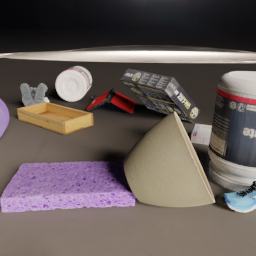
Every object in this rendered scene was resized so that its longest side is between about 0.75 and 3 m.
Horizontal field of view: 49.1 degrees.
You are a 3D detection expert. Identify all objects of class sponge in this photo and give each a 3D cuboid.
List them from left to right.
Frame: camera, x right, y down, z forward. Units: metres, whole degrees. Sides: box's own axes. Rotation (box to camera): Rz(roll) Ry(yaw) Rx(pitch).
[{"bbox_3d":[-1.100,1.129,5.723,2.471,0.369,1.379,-1,19,-4],"label":"sponge"}]

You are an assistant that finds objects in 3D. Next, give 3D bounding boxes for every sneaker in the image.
[{"bbox_3d":[2.302,1.201,5.226,1.211,0.545,0.475,-5,20,-13],"label":"sneaker"}]

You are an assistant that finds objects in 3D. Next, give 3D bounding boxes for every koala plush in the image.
[{"bbox_3d":[-3.974,-1.273,12.059,1.082,1.122,1.221,-1,-2,-8],"label":"koala plush"}]

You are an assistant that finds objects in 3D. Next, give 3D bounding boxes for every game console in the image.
[{"bbox_3d":[-0.699,-0.938,11.985,1.616,1.113,1.875,-29,14,13],"label":"game console"}]

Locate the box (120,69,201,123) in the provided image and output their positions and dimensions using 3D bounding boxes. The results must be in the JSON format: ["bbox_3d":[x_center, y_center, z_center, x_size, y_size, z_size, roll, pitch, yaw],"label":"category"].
[{"bbox_3d":[1.149,-1.199,10.340,2.053,0.625,2.547,38,-9,-39],"label":"box"}]

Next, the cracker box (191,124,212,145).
[{"bbox_3d":[2.422,0.214,8.274,1.003,0.289,0.672,9,35,22],"label":"cracker box"}]

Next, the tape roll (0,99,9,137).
[{"bbox_3d":[-4.237,-0.264,7.984,1.504,1.504,0.639,-4,20,-11],"label":"tape roll"}]

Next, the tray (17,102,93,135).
[{"bbox_3d":[-2.619,-0.392,9.964,2.622,0.485,1.293,14,24,37],"label":"tray"}]

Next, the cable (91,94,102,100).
[{"bbox_3d":[-1.406,-1.486,13.538,0.767,0.195,0.626,1,19,2],"label":"cable"}]

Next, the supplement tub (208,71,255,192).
[{"bbox_3d":[2.554,0.045,5.849,1.577,2.247,1.577,2,22,-1],"label":"supplement tub"}]

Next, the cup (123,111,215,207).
[{"bbox_3d":[0.662,0.744,5.226,1.261,1.764,1.764,-24,16,12],"label":"cup"}]

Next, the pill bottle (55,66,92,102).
[{"bbox_3d":[-2.584,-2.292,13.922,1.460,1.460,2.637,0,18,1],"label":"pill bottle"}]
